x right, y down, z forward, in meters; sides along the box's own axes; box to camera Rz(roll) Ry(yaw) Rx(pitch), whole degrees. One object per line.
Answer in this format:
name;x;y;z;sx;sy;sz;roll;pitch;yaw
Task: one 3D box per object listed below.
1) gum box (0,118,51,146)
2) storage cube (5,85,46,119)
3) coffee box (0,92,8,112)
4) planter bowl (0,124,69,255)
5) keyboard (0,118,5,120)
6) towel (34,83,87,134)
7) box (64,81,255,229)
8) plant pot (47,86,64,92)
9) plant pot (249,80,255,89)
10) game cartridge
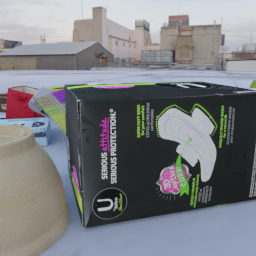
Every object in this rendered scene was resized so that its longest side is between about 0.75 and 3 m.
gum box;-3.006;0.108;7.868;1.536;0.403;1.807;-3;15;-12
storage cube;-3.486;-0.805;9.726;1.034;1.087;1.209;14;17;5
coffee box;-4.662;-1.205;12.291;1.088;0.759;1.903;6;15;22
planter bowl;-1.808;0.698;3.695;1.974;1.329;1.974;0;13;0
keyboard;-4.502;-0.120;9.227;0.926;0.198;1.542;-1;13;22
towel;-1.179;-0.412;7.829;1.858;0.295;2.588;45;30;7
box;0.461;0.169;4.808;2.892;1.798;2.148;-4;15;-17
plant pot;-2.856;-1.278;12.185;1.057;0.964;1.062;-14;20;-42
plant pot;6.396;-1.778;13.795;1.065;1.138;1.065;0;14;0
game cartridge;-1.815;-0.498;8.334;2.013;0.418;1.340;28;16;-13
